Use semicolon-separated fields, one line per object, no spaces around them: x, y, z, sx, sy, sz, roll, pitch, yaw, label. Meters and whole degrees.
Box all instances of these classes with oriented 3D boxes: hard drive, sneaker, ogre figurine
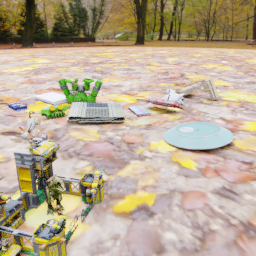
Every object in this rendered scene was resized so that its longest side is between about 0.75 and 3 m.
-3.993;-1.587;15.062;1.806;0.229;1.191;18;27;39;hard drive
2.443;-1.583;14.547;0.962;0.629;1.675;6;27;14;sneaker
-2.380;-1.847;14.231;2.194;1.315;1.076;-6;25;-11;ogre figurine

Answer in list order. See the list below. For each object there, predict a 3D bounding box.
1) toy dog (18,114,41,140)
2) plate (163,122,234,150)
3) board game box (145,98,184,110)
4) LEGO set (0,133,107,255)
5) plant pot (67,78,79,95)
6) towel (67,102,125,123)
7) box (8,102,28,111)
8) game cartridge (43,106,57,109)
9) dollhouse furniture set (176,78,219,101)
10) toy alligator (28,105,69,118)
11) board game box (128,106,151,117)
-3.513;-0.100;9.918;0.685;0.500;1.038;-22;34;3;toy dog
2.484;0.160;10.025;2.450;0.313;2.450;-4;20;2;plate
1.723;-1.155;13.198;1.687;0.164;0.869;14;-3;39;board game box
-1.697;1.166;5.734;2.175;1.639;2.828;9;22;23;LEGO set
-3.268;-2.236;16.058;0.917;0.917;0.980;-4;34;-10;plant pot
-1.425;-0.666;12.549;2.455;0.440;2.549;1;18;-6;towel
-5.406;-1.063;13.776;0.644;0.172;1.063;-17;28;-38;box
-3.664;-0.926;13.443;0.793;0.165;0.528;-9;18;-24;game cartridge
3.660;-1.809;15.524;2.321;1.133;1.979;-17;12;30;dollhouse furniture set
-3.375;-0.626;12.227;1.794;0.532;0.487;-13;65;-30;toy alligator
0.531;-0.804;13.139;0.656;0.124;1.275;-8;22;-17;board game box
